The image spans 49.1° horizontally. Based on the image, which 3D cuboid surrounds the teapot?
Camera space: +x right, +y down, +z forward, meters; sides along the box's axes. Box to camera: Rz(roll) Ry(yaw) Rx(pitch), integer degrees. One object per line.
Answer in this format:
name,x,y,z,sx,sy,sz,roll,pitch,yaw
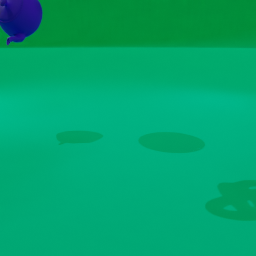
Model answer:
teapot,-2.477,-2.519,6.199,1.055,1.697,0.831,-7,-10,18
